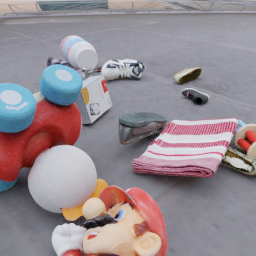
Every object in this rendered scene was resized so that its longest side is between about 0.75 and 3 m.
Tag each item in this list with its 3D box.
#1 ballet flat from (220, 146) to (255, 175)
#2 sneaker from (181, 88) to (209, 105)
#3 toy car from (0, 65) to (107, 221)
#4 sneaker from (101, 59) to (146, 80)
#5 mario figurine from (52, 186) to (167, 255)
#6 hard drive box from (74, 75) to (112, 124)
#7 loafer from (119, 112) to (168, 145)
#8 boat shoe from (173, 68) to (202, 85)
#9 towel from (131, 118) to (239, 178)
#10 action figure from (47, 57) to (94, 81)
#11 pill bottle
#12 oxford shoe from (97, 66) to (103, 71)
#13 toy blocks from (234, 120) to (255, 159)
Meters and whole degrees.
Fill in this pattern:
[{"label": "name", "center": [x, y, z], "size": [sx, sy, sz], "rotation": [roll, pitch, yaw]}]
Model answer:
[{"label": "ballet flat", "center": [2.077, 0.607, 5.832], "size": [1.331, 0.451, 0.501], "rotation": [24, 13, 33]}, {"label": "sneaker", "center": [2.058, -1.000, 8.835], "size": [0.927, 0.328, 0.460], "rotation": [22, 31, 26]}, {"label": "toy car", "center": [-1.195, 0.567, 4.970], "size": [2.371, 2.185, 2.097], "rotation": [41, 41, 9]}, {"label": "sneaker", "center": [-0.041, -2.166, 10.475], "size": [1.182, 0.725, 1.816], "rotation": [14, 21, 39]}, {"label": "mario figurine", "center": [-0.571, 1.566, 3.226], "size": [1.705, 1.464, 2.762], "rotation": [13, 33, 25]}, {"label": "hard drive box", "center": [-1.031, -0.806, 7.750], "size": [0.482, 0.977, 1.254], "rotation": [-3, 25, 27]}, {"label": "loafer", "center": [0.334, -0.020, 6.715], "size": [0.701, 0.613, 1.950], "rotation": [20, 14, 29]}, {"label": "boat shoe", "center": [2.226, -2.017, 10.472], "size": [1.323, 0.489, 0.439], "rotation": [-23, 43, -34]}, {"label": "towel", "center": [1.332, 0.302, 6.104], "size": [1.709, 0.270, 2.373], "rotation": [-2, 23, 34]}, {"label": "action figure", "center": [-2.141, -2.068, 10.426], "size": [1.329, 0.708, 2.042], "rotation": [-18, 37, -41]}, {"label": "pill bottle", "center": [-2.018, -3.095, 11.684], "size": [1.168, 1.168, 2.148], "rotation": [-13, 31, -22]}, {"label": "oxford shoe", "center": [-0.901, -2.560, 11.594], "size": [0.892, 0.324, 0.317], "rotation": [-18, 34, -29]}, {"label": "toy blocks", "center": [3.223, 0.356, 6.102], "size": [1.566, 0.682, 1.879], "rotation": [-3, 29, -5]}]
